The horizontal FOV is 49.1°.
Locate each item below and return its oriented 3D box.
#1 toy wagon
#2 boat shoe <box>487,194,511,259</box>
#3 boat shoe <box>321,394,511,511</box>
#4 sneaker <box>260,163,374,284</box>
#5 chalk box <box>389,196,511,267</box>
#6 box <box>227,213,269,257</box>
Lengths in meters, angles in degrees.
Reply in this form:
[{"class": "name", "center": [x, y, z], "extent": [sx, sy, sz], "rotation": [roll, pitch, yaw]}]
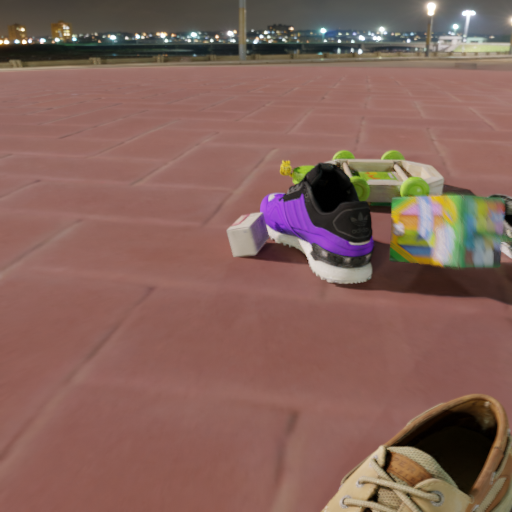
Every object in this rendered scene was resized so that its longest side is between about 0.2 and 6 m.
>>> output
[{"class": "toy wagon", "center": [2.224, -1.707, 12.253], "extent": [3.401, 0.673, 2.639], "rotation": [0, 23, 3]}, {"class": "boat shoe", "center": [4.254, -0.272, 8.459], "extent": [0.844, 0.760, 2.387], "rotation": [-23, 30, -9]}, {"class": "boat shoe", "center": [0.942, 1.710, 3.768], "extent": [0.981, 0.958, 2.593], "rotation": [20, 30, 39]}, {"class": "sneaker", "center": [0.975, -0.812, 9.011], "extent": [1.060, 1.516, 3.049], "rotation": [-9, 25, -21]}, {"class": "chalk box", "center": [2.823, -0.352, 7.928], "extent": [0.994, 0.987, 1.592], "rotation": [0, 3, -35]}, {"class": "box", "center": [-0.123, -0.353, 9.183], "extent": [0.414, 0.486, 0.760], "rotation": [-6, 19, 22]}]
